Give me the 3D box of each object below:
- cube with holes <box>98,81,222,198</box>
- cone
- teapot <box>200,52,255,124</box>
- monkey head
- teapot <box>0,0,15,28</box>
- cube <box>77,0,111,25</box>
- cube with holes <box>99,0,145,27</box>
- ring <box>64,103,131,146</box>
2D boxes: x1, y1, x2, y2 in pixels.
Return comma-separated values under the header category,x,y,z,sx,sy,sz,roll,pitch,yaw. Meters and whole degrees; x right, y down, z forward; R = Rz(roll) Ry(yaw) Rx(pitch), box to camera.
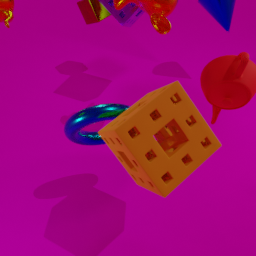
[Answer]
category,x,y,z,sx,sy,sz,roll,pitch,yaw
cube with holes,0.425,0.161,4.354,1.147,1.147,1.147,-39,9,-15
cone,3.138,-3.774,9.221,1.327,1.332,1.327,-18,8,2
teapot,2.219,-0.879,6.240,1.281,2.060,1.009,15,57,6
monkey head,0.430,-2.856,6.123,1.309,1.097,1.820,-20,59,35
teapot,-3.653,-3.376,7.432,1.938,1.205,0.949,45,30,-3
cube,-1.090,-4.069,9.481,0.785,0.785,0.785,-41,33,-26
cube with holes,-0.035,-3.775,7.895,1.237,1.237,1.237,46,20,-6
ring,-0.484,-0.034,5.475,1.514,1.514,0.303,-9,68,-9
